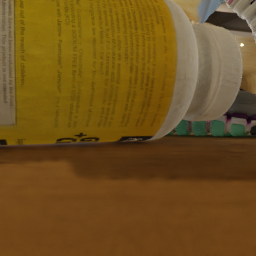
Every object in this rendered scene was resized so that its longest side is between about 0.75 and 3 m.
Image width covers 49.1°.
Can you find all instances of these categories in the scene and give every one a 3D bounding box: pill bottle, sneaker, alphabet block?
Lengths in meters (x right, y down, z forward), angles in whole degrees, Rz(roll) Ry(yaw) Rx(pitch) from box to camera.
[{"bbox_3d":[-0.259,-0.547,2.573,2.440,1.367,1.367,-1,2,-20],"label":"pill bottle"},{"bbox_3d":[2.693,-2.418,5.303,1.160,2.623,1.055,-11,-17,-35],"label":"sneaker"},{"bbox_3d":[0.599,-2.806,3.388,2.041,1.994,2.004,28,45,14],"label":"alphabet block"},{"bbox_3d":[0.879,-0.513,3.876,2.801,1.226,1.042,0,2,16],"label":"sneaker"}]
